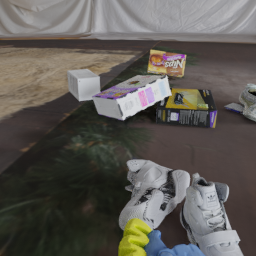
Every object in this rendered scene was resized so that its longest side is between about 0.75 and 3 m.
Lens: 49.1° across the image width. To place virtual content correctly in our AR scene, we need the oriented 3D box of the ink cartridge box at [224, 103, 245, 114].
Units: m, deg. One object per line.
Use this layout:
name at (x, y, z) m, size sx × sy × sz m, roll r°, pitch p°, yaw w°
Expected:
ink cartridge box at (4.269, -0.757, 11.011) m, size 0.762 × 0.155 × 0.761 m, roll -18°, pitch 31°, yaw -39°

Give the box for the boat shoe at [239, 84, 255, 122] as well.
boat shoe at (4.890, -1.109, 10.640) m, size 1.036 × 0.902 × 2.812 m, roll 23°, pitch 30°, yaw 11°

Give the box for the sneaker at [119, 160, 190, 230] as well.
sneaker at (0.267, 1.277, 5.589) m, size 1.220 × 0.797 × 2.122 m, roll 17°, pitch 23°, yaw 35°

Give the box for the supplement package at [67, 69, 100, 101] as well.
supplement package at (-2.046, -2.006, 12.835) m, size 1.047 × 1.008 × 1.841 m, roll -10°, pitch 25°, yaw -22°

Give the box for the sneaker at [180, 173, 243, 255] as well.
sneaker at (1.385, 1.555, 4.553) m, size 0.689 × 1.054 × 1.834 m, roll -5°, pitch 24°, yaw -12°

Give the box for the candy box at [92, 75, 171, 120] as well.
candy box at (0.120, -1.193, 10.256) m, size 2.232 × 0.798 × 1.872 m, roll -28°, pitch 23°, yaw -25°

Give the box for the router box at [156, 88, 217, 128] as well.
router box at (2.176, -0.846, 10.569) m, size 2.007 × 0.667 × 2.553 m, roll 4°, pitch 24°, yaw 9°

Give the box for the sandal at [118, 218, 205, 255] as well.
sandal at (0.368, 2.186, 3.082) m, size 1.295 × 1.183 × 2.975 m, roll 8°, pitch 26°, yaw 8°

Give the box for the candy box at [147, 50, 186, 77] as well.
candy box at (1.599, -2.669, 11.635) m, size 1.496 × 0.873 × 0.422 m, roll 9°, pitch -1°, yaw -1°
